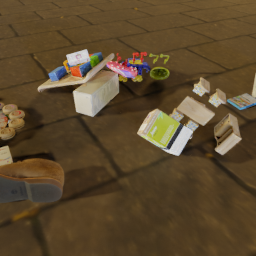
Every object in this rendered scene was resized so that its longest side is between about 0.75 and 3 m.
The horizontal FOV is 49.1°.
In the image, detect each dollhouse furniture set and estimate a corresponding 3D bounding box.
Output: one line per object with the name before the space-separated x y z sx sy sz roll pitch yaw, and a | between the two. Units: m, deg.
dollhouse furniture set | 2.551 -0.232 9.089 1.953 1.794 1.271 31 36 -9

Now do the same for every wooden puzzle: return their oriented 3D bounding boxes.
wooden puzzle | -2.294 -2.577 12.213 2.830 0.655 2.622 -7 30 29

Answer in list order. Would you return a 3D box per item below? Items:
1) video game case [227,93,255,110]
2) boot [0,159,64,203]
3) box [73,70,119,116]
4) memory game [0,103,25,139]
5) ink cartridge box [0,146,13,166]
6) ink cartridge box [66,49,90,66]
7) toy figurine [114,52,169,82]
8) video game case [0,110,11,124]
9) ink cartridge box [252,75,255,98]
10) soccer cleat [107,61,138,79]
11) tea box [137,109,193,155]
video game case | 4.762 -1.102 11.534 1.059 0.094 0.758 -18 41 -20
boot | -3.123 1.335 7.577 2.774 1.021 1.047 7 36 -8
box | -1.217 -1.448 11.271 0.820 1.002 2.109 15 37 22
memory game | -5.081 -0.164 10.007 2.754 0.175 2.754 0 37 0
ink cartridge box | -3.821 1.128 8.227 0.827 0.484 1.144 -17 40 -21
ink cartridge box | -2.002 -2.838 11.367 0.861 0.365 0.623 -16 3 -5
toy figurine | 0.595 -3.132 13.346 2.582 1.362 1.547 -1 31 -3
video game case | -5.039 -0.332 10.491 1.220 0.135 1.111 -27 45 -32
ink cartridge box | 6.781 -1.871 12.223 2.309 0.579 2.660 -8 29 33
soccer cleat | -0.261 -2.352 11.522 1.380 0.528 0.460 10 44 -22
tea box | 1.054 0.128 8.395 1.249 0.848 1.270 32 -4 -2
